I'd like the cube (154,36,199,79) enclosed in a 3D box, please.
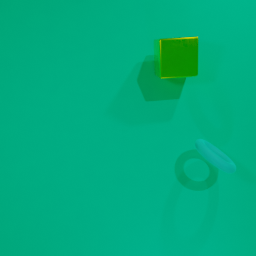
[{"bbox_3d":[1.249,-1.875,7.432,0.985,0.985,0.985,-4,107,-2],"label":"cube"}]

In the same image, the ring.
[{"bbox_3d":[2.097,0.667,6.748,1.150,1.150,0.230,37,106,9],"label":"ring"}]
